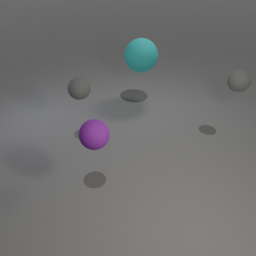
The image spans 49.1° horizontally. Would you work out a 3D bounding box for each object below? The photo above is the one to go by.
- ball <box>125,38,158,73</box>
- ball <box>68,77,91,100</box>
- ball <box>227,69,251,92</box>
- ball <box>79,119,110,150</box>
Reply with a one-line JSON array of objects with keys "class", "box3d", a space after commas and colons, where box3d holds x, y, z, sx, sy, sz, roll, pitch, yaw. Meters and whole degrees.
[{"class": "ball", "box3d": [0.554, -3.031, 11.726, 1.400, 1.400, 1.400, 0, 31, 0]}, {"class": "ball", "box3d": [-1.497, -1.215, 8.600, 0.700, 0.700, 0.700, 0, 31, 0]}, {"class": "ball", "box3d": [3.449, -1.464, 8.709, 0.700, 0.700, 0.700, 0, 31, 0]}, {"class": "ball", "box3d": [-0.761, 0.149, 6.330, 0.700, 0.700, 0.700, 0, 31, 0]}]
